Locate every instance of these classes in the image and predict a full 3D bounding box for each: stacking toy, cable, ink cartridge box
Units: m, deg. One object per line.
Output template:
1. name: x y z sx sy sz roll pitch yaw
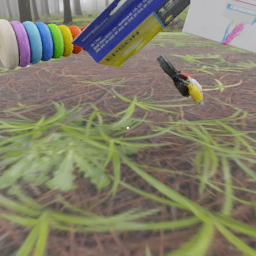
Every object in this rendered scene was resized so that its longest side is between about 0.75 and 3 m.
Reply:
1. stacking toy: -2.030 -2.431 7.832 2.924 1.248 1.248 -16 28 -31
2. cable: 1.178 -1.229 6.277 0.501 1.989 0.966 -29 57 16
3. ink cartridge box: 0.265 -2.417 6.346 2.534 0.603 2.564 -38 1 18
4. ink cartridge box: 1.609 -1.828 4.064 1.700 1.065 1.093 20 33 9
